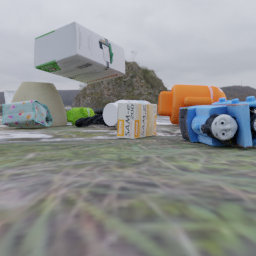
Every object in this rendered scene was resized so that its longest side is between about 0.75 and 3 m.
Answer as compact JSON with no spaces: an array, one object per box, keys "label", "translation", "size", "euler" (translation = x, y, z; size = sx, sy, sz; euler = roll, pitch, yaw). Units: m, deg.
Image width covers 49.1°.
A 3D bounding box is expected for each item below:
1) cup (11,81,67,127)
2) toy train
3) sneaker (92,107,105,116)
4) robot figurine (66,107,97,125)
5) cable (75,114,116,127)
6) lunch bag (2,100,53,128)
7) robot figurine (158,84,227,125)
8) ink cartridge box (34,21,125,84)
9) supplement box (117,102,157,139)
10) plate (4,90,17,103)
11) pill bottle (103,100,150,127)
[{"label":"cup","translation":[-3.544,-0.967,11.032],"size":[2.303,1.647,2.303],"euler":[2,5,0]},{"label":"toy train","translation":[1.492,-0.077,4.550],"size":[1.003,0.761,1.756],"euler":[-9,6,-6]},{"label":"sneaker","translation":[-1.601,-0.618,14.117],"size":[2.377,0.840,1.179],"euler":[-4,2,32]},{"label":"robot figurine","translation":[-1.997,-0.499,11.977],"size":[1.267,0.733,1.112],"euler":[-2,-12,-20]},{"label":"cable","translation":[-1.155,-0.272,10.299],"size":[1.833,0.466,1.495],"euler":[-3,4,-37]},{"label":"lunch bag","translation":[-3.245,-0.384,9.204],"size":[1.155,0.827,1.356],"euler":[-6,-11,10]},{"label":"robot figurine","translation":[2.611,-0.901,11.057],"size":[2.795,1.630,2.010],"euler":[3,-39,4]},{"label":"ink cartridge box","translation":[-1.711,-2.647,10.556],"size":[2.082,1.202,2.851],"euler":[-7,-7,32]},{"label":"supplement box","translation":[0.225,-0.170,5.951],"size":[0.419,0.718,1.139],"euler":[4,5,28]},{"label":"plate","translation":[-4.418,-0.851,12.264],"size":[1.760,1.763,0.285],"euler":[-2,-28,-30]},{"label":"pill bottle","translation":[0.035,-0.441,9.082],"size":[0.919,0.919,1.690],"euler":[3,5,42]}]
